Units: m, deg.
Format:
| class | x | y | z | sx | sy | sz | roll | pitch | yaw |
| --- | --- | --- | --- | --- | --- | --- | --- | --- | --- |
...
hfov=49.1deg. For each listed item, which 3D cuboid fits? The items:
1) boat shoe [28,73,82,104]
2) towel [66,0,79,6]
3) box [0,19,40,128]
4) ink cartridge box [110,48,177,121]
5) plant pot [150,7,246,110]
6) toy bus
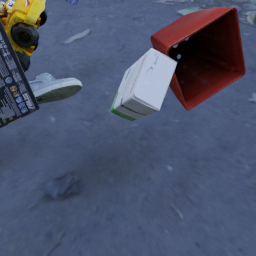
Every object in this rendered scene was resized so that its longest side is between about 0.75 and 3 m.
| class | x | y | z | sx | sy | sz | roll | pitch | yaw |
| --- | --- | --- | --- | --- | --- | --- | --- | --- | --- |
| boat shoe | -2.197 | -1.054 | 7.185 | 2.017 | 0.704 | 0.718 | -14 | 75 | 5 |
| towel | -1.552 | -3.546 | 6.850 | 0.959 | 0.695 | 0.114 | 28 | 21 | -10 |
| box | -3.160 | -1.022 | 5.523 | 2.006 | 2.504 | 0.554 | -31 | 43 | -20 |
| ink cartridge box | 0.192 | -0.594 | 4.211 | 0.457 | 1.084 | 0.791 | 25 | 77 | -16 |
| plant pot | 1.437 | -1.724 | 6.425 | 1.660 | 1.661 | 1.464 | -32 | 39 | -4 |
| toy bus | -2.851 | -2.268 | 6.279 | 1.734 | 1.806 | 1.226 | 22 | 43 | -21 |
